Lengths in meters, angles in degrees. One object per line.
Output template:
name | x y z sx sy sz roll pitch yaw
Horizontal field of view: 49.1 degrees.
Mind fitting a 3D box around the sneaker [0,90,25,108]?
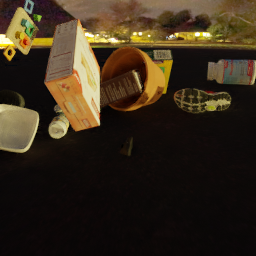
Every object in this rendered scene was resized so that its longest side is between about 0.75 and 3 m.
sneaker | -4.781 -0.903 11.261 2.646 0.981 1.171 -5 -5 36

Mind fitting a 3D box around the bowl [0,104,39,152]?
bowl | -3.669 0.081 8.893 1.495 0.559 1.497 12 60 -4

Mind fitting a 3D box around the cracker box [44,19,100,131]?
cracker box | -1.385 -1.482 7.628 0.759 1.763 2.633 -13 48 9

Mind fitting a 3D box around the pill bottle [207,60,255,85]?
pill bottle | 6.747 -3.683 18.373 2.888 1.570 1.570 4 21 14

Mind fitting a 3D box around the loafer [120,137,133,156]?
loafer | -0.053 0.537 8.823 0.351 0.359 0.983 3 21 6

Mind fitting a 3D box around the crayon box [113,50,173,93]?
crayon box | 0.702 -2.951 15.076 2.976 2.568 0.867 -1 57 -3

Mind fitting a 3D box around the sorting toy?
sorting toy | -3.752 -3.459 10.155 0.318 2.332 1.313 18 -9 13

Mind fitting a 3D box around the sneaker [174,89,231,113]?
sneaker | 3.332 -1.260 13.010 2.779 1.070 1.180 4 11 -16

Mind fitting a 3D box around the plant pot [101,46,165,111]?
plant pot | 0.384 -2.170 13.112 2.845 2.845 1.991 18 10 39

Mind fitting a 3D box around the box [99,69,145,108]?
box | -0.747 -1.570 12.059 2.741 1.027 1.372 -18 10 15

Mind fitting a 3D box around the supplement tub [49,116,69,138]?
supplement tub | -2.465 -0.031 9.970 0.618 0.618 0.854 -1 21 -3

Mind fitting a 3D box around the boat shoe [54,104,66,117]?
boat shoe | -2.542 -0.817 11.993 0.822 0.679 2.194 0 18 3
